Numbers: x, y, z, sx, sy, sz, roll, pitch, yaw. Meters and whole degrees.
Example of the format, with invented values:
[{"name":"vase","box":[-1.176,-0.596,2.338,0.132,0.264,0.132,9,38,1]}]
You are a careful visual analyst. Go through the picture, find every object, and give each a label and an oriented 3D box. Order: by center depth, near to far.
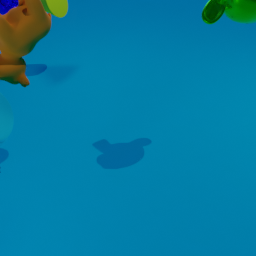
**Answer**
[{"name":"teapot","box":[-2.048,-0.076,3.823,0.697,1.424,0.886,-6,-4,14]},{"name":"monkey head","box":[1.672,-2.043,3.883,1.536,0.926,1.105,-26,76,-17]},{"name":"cow figurine","box":[-1.617,-1.276,4.213,1.241,1.221,0.681,-39,58,-12]},{"name":"cow figurine","box":[-2.453,-2.473,4.965,1.059,1.076,0.591,7,48,24]},{"name":"cone","box":[-2.330,-3.531,7.965,0.875,0.872,0.872,2,39,30]}]
